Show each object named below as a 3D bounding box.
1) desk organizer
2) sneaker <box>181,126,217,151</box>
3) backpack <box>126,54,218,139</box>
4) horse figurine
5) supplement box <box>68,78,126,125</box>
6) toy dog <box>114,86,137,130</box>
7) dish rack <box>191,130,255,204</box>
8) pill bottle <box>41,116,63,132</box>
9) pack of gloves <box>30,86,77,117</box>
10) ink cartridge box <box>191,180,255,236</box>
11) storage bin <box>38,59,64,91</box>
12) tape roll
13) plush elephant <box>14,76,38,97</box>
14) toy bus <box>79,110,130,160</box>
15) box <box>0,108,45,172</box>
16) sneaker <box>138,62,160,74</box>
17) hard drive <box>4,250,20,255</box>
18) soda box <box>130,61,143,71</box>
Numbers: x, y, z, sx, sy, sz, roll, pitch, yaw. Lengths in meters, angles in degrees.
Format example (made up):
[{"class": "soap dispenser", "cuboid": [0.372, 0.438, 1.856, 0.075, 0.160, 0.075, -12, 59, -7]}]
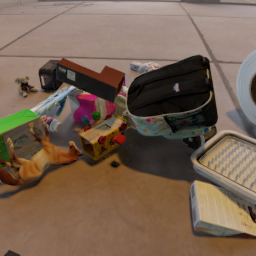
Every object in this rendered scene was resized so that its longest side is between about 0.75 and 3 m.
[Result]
[{"class": "desk organizer", "cuboid": [-1.172, -1.635, 8.869, 2.030, 0.728, 0.781, 23, 52, 5]}, {"class": "sneaker", "cuboid": [2.033, -0.311, 10.101, 1.297, 0.953, 2.868, -19, 41, -25]}, {"class": "backpack", "cuboid": [1.319, -0.836, 8.674, 2.639, 1.987, 2.342, -9, 50, 17]}, {"class": "horse figurine", "cuboid": [-2.750, 0.839, 8.183, 0.651, 1.729, 2.609, -17, 18, 47]}, {"class": "supplement box", "cuboid": [-1.131, -1.202, 11.109, 1.157, 1.182, 2.287, 15, 37, 28]}, {"class": "toy dog", "cuboid": [0.387, -0.897, 10.611, 1.938, 1.395, 1.999, 16, 35, 11]}, {"class": "dish rack", "cuboid": [3.522, 1.206, 8.081, 2.915, 0.635, 2.501, 28, 42, 35]}, {"class": "pill bottle", "cuboid": [-2.809, -0.130, 10.260, 0.832, 0.464, 0.464, 19, 38, 25]}, {"class": "pack of gloves", "cuboid": [-2.649, -0.914, 10.478, 2.497, 0.587, 2.973, -18, 22, 35]}, {"class": "ink cartridge box", "cuboid": [2.477, 2.138, 7.172, 1.690, 0.424, 1.370, 19, 34, -5]}, {"class": "storage bin", "cuboid": [-3.539, -2.529, 13.280, 0.708, 1.021, 1.510, 6, 35, 10]}, {"class": "tape roll", "cuboid": [5.755, -1.522, 10.032, 2.084, 3.035, 3.035, -15, 37, -19]}, {"class": "plush elephant", "cuboid": [-4.677, -1.970, 12.696, 0.970, 0.751, 0.799, 25, 41, 32]}, {"class": "toy bus", "cuboid": [-0.670, 0.268, 9.234, 1.833, 0.947, 1.730, -3, 36, 6]}, {"class": "box", "cuboid": [-3.480, 0.398, 8.624, 0.783, 1.430, 1.620, 28, 42, 36]}, {"class": "sneaker", "cuboid": [1.245, -2.349, 13.136, 2.273, 0.884, 1.590, 18, 37, 25]}, {"class": "hard drive", "cuboid": [-2.331, 3.389, 5.183, 1.351, 0.366, 1.934, 13, 36, 18]}, {"class": "soda box", "cuboid": [0.658, -3.224, 14.892, 1.104, 0.350, 0.377, 22, 40, 29]}]
